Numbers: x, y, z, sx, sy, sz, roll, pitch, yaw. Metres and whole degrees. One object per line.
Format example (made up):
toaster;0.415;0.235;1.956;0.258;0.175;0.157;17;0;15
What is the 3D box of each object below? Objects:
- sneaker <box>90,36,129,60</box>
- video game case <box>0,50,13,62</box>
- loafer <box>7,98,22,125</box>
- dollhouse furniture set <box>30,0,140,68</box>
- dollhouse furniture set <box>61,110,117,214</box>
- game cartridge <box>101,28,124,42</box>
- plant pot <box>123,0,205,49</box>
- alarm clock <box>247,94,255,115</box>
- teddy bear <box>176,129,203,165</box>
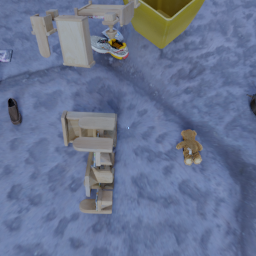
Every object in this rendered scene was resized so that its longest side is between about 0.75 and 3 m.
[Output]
sneaker;-0.765;-3.321;10.999;1.714;0.704;0.667;19;67;9
video game case;-5.046;-2.864;11.139;0.818;0.078;0.585;-1;65;-1
loafer;-4.084;-0.604;9.924;0.404;0.393;1.107;-23;67;-10
dollhouse furniture set;-0.928;-2.497;7.058;1.921;1.100;2.253;10;38;18
dollhouse furniture set;-1.254;0.706;8.301;1.746;2.464;2.683;2;38;0
game cartridge;-0.610;-3.803;11.526;0.578;0.175;0.867;-38;71;-20
plant pot;1.326;-4.598;10.812;2.390;2.108;2.390;42;72;17
alarm clock;5.072;-0.683;9.861;1.182;0.583;1.752;-26;66;-12
teddy bear;2.077;0.664;9.399;0.876;0.403;1.209;-25;75;-3
